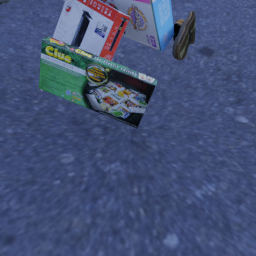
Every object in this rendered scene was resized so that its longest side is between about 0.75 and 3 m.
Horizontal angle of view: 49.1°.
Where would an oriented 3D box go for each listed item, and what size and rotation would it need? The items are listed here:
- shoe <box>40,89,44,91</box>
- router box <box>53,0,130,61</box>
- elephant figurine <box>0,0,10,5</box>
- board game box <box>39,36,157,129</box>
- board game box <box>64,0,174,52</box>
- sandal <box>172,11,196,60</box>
[{"bbox_3d":[-1.418,-1.132,6.597,0.636,0.499,1.398,45,46,-7],"label":"shoe"},{"bbox_3d":[-0.874,-1.996,5.931,1.594,1.430,0.389,40,24,30],"label":"router box"},{"bbox_3d":[-3.567,-3.033,6.856,0.981,1.075,1.386,-3,40,-36],"label":"elephant figurine"},{"bbox_3d":[-0.589,-0.767,4.936,2.009,1.053,0.236,23,45,0],"label":"board game box"},{"bbox_3d":[-0.468,-3.108,6.255,2.989,2.287,0.603,30,77,22],"label":"board game box"},{"bbox_3d":[1.294,-2.249,6.779,0.526,0.787,1.927,10,46,21],"label":"sandal"}]
